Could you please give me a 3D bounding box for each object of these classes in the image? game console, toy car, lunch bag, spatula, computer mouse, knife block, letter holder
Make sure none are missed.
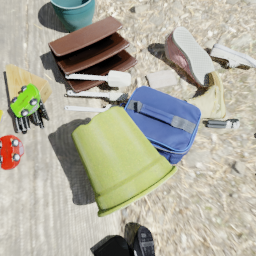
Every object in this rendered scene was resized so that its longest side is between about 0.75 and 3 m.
[{"bbox_3d":[-0.823,4.253,7.674,2.522,0.304,1.488,-33,69,-15],"label":"game console"},{"bbox_3d":[-3.654,-0.345,9.150,2.577,0.611,2.738,-44,70,13],"label":"toy car"},{"bbox_3d":[0.912,-0.172,8.908,2.575,1.704,1.750,22,67,9],"label":"lunch bag"},{"bbox_3d":[-1.083,-1.217,9.819,2.312,0.186,1.607,5,106,5],"label":"spatula"},{"bbox_3d":[0.314,3.695,7.511,0.446,1.361,1.939,-27,67,31],"label":"computer mouse"},{"bbox_3d":[-3.726,-0.917,9.767,2.358,0.754,2.070,26,67,10],"label":"knife block"},{"bbox_3d":[-1.172,-2.619,9.961,2.598,1.306,1.846,-28,49,-12],"label":"letter holder"}]

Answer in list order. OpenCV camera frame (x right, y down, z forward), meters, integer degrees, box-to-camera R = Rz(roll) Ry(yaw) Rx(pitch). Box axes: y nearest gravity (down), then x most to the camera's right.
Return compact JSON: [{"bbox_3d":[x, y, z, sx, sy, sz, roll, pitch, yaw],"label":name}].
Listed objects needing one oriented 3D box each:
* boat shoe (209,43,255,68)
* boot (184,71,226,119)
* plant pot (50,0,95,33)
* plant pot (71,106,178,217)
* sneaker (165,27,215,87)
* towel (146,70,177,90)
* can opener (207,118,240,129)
[{"bbox_3d":[3.988,-2.586,10.694,1.811,0.642,0.632,26,95,8],"label":"boat shoe"},{"bbox_3d":[2.629,-1.129,9.856,1.355,0.635,1.744,-5,84,0],"label":"boot"},{"bbox_3d":[-2.072,-4.686,11.019,1.747,1.642,1.747,0,65,0],"label":"plant pot"},{"bbox_3d":[-0.293,0.732,7.502,2.440,2.440,2.244,-29,85,-13],"label":"plant pot"},{"bbox_3d":[2.255,-2.574,10.556,0.910,1.264,2.418,-40,101,-13],"label":"sneaker"},{"bbox_3d":[1.270,-1.805,10.502,1.052,0.181,0.697,-13,65,-6],"label":"towel"},{"bbox_3d":[3.305,-0.148,9.730,1.133,0.298,0.377,1,30,-1],"label":"can opener"}]
